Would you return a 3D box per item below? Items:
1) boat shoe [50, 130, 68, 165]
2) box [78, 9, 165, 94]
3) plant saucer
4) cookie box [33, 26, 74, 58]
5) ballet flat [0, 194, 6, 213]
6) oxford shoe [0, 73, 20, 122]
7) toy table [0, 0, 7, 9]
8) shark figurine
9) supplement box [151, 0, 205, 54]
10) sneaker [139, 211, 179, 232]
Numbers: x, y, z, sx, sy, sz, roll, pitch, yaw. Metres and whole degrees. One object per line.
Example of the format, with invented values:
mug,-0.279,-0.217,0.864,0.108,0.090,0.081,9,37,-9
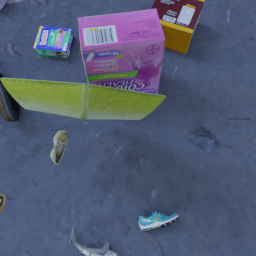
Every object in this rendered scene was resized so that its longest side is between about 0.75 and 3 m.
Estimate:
boat shoe,-1.866,0.532,7.673,0.383,1.049,0.330,4,35,-37
box,-0.210,-2.234,9.191,2.404,2.733,1.321,-8,63,-4
plant saucer,-1.022,-0.651,6.742,2.886,2.882,0.691,11,97,36
cookie box,-2.879,-3.354,10.925,1.289,0.484,1.103,6,69,3
ballet flat,-3.067,1.864,5.824,0.473,0.434,1.378,36,31,-4
oxford shoe,-4.637,-1.068,9.753,1.167,1.005,2.764,-35,60,-9
toy table,-5.471,-5.411,11.689,0.538,0.845,0.919,21,53,-9
shark figurine,-0.915,3.465,8.094,1.650,0.986,0.688,13,41,23
supplement box,1.775,-4.179,10.883,1.787,1.203,1.812,20,68,8
sneaker,0.918,2.718,8.388,1.216,0.471,0.484,-11,59,-5
